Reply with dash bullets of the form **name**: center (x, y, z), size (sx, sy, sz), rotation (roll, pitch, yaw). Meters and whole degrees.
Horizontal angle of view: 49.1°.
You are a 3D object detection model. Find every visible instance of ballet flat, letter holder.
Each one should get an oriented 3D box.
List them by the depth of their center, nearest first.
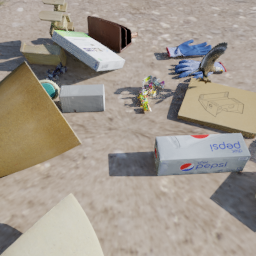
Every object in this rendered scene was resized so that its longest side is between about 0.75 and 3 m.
- **ballet flat**: center (-3.830, -1.183, 9.695), size (2.898, 1.007, 1.007), rotation (-5, 48, -7)
- **letter holder**: center (-0.799, -4.239, 12.070), size (1.767, 1.256, 0.888), rotation (27, 54, 23)

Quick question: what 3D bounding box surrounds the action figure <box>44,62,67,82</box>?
- **action figure**: center (-2.819, -2.109, 10.793), size (0.645, 0.344, 0.991), rotation (31, 58, 18)

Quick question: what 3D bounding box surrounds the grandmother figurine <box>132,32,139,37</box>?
- **grandmother figurine**: center (0.091, -4.193, 12.745), size (0.755, 0.229, 0.458), rotation (-18, 23, -12)

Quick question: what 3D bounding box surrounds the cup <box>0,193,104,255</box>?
- **cup**: center (-1.432, 2.878, 5.086), size (1.965, 2.747, 2.747), rotation (47, 60, 4)

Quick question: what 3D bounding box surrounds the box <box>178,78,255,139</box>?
- **box**: center (3.182, -0.761, 9.626), size (2.522, 0.268, 2.062), rotation (17, 50, 13)

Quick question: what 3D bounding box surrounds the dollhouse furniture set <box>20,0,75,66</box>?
- **dollhouse furniture set**: center (-3.192, -3.775, 11.227), size (1.509, 1.992, 2.272), rotation (5, 75, 3)

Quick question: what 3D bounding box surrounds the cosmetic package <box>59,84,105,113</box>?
- **cosmetic package**: center (-1.515, -0.999, 9.498), size (1.468, 0.784, 0.662), rotation (-1, 47, 1)

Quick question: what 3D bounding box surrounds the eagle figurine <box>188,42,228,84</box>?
- **eagle figurine**: center (2.837, -2.228, 9.646), size (1.049, 1.390, 1.054), rotation (7, 9, -38)

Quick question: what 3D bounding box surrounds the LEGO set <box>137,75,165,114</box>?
- **LEGO set**: center (0.707, -1.297, 9.865), size (0.761, 0.616, 1.655), rotation (18, 51, 16)

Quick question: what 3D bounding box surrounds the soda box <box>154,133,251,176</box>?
- **soda box**: center (2.018, 0.737, 7.922), size (2.497, 0.792, 0.852), rotation (-2, 48, -2)

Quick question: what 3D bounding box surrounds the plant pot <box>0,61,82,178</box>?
- **plant pot**: center (-3.198, 0.102, 7.531), size (2.890, 2.693, 2.693), rotation (-34, 55, -10)

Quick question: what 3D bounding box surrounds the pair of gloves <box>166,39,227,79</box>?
- **pair of gloves**: center (2.705, -2.827, 11.476), size (2.058, 0.292, 2.559), rotation (-8, 50, -9)

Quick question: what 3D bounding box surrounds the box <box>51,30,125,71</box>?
- **box**: center (-1.509, -3.019, 10.853), size (2.411, 0.438, 1.740), rotation (38, 30, 17)
